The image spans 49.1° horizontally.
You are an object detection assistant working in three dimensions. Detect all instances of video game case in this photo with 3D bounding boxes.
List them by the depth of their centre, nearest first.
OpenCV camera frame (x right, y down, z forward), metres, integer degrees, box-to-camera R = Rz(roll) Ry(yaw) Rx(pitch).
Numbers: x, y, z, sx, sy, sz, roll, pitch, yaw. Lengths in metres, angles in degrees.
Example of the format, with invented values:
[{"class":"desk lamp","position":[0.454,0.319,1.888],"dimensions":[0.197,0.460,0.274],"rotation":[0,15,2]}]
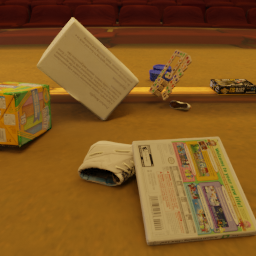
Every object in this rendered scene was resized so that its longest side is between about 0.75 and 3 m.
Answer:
[{"class":"video game case","position":[1.119,1.033,5.195],"dimensions":[1.872,0.227,2.056],"rotation":[-3,47,-7]}]

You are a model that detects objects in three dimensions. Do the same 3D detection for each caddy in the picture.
[{"class":"caddy","position":[1.630,-2.625,13.765],"dimensions":[1.249,0.656,0.883],"rotation":[15,50,33]}]

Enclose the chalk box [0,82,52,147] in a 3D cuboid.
[{"class":"chalk box","position":[-3.105,-0.535,7.966],"dimensions":[1.423,1.416,2.287],"rotation":[4,18,10]}]

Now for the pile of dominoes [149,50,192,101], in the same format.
[{"class":"pile of dominoes","position":[1.487,-2.016,10.275],"dimensions":[0.302,1.898,1.479],"rotation":[28,11,-27]}]

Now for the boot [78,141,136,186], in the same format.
[{"class":"boot","position":[0.069,0.855,6.021],"dimensions":[2.236,0.822,1.069],"rotation":[0,31,18]}]

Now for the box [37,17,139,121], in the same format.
[{"class":"box","position":[-1.384,-2.092,9.562],"dimensions":[2.713,1.782,2.727],"rotation":[40,10,-24]}]

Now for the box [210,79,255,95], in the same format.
[{"class":"box","position":[4.575,-1.808,12.232],"dimensions":[1.645,0.406,1.313],"rotation":[-1,23,-1]}]

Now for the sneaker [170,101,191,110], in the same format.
[{"class":"sneaker","position":[1.909,-0.792,10.206],"dimensions":[0.824,0.300,0.349],"rotation":[18,3,42]}]
